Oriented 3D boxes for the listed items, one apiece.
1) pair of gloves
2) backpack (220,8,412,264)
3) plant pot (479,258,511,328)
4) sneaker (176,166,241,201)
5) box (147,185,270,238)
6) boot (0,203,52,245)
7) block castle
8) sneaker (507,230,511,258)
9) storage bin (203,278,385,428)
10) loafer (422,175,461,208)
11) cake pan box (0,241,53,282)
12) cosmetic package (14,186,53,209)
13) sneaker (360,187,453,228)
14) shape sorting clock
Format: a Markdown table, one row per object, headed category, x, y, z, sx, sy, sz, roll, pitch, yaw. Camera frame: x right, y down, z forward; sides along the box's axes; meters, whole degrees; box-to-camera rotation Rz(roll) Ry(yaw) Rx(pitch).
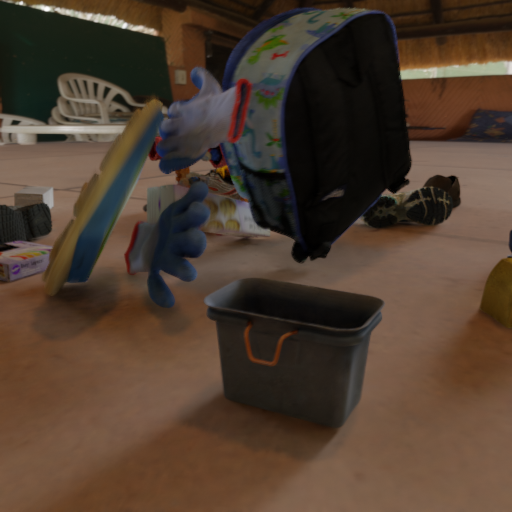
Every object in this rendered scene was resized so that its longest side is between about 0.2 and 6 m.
| category | x | y | z | sx | sy | sz | roll | pitch | yaw |
| --- | --- | --- | --- | --- | --- | --- | --- | --- | --- |
| pair of gloves | -1.161 | -1.142 | 8.419 | 0.429 | 3.764 | 3.026 | 16 | -6 | -29 |
| backpack | 0.918 | -2.446 | 10.137 | 3.360 | 3.672 | 2.699 | -39 | 47 | -25 |
| plant pot | 3.576 | 0.449 | 7.519 | 0.776 | 0.799 | 0.781 | -2 | 14 | -6 |
| sneaker | -1.042 | -2.073 | 15.542 | 2.692 | 1.106 | 1.048 | 13 | 37 | 24 |
| box | -0.785 | -0.789 | 10.734 | 0.631 | 0.675 | 3.259 | -2 | -5 | 31 |
| boot | -5.634 | -0.533 | 11.389 | 1.853 | 0.961 | 2.837 | -4 | 8 | 10 |
| block castle | -1.434 | -1.684 | 13.004 | 1.477 | 2.104 | 3.149 | -14 | 20 | -39 |
| sneaker | 5.080 | -0.140 | 9.772 | 1.151 | 0.743 | 2.121 | 10 | 10 | 16 |
| storage bin | 0.320 | 0.924 | 5.243 | 1.565 | 1.051 | 1.139 | 7 | 16 | 26 |
| loafer | 4.793 | -1.730 | 15.321 | 1.006 | 0.983 | 2.755 | 11 | 18 | 36 |
| cake pan box | -4.263 | 0.067 | 9.847 | 1.353 | 0.354 | 1.246 | 9 | 15 | 30 |
| cosmetic package | -6.012 | -1.502 | 15.198 | 0.768 | 0.648 | 1.438 | 0 | 12 | -12 |
| sneaker | 3.579 | -1.245 | 13.685 | 2.417 | 0.938 | 1.043 | -3 | 12 | -10 |
| shape sorting clock | -2.302 | -0.889 | 8.425 | 0.646 | 3.295 | 3.295 | 26 | 10 | -13 |
